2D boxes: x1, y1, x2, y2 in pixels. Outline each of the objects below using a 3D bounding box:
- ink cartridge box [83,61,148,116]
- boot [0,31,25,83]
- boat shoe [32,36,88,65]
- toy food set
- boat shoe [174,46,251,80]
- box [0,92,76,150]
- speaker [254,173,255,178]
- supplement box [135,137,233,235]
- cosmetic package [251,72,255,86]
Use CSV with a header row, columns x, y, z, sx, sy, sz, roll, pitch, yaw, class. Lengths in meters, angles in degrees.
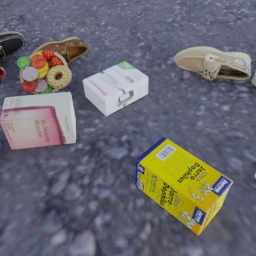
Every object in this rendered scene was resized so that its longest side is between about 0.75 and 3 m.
x,y,z,sx,sy,sz,roll,pitch,yaw,class
-0.422,-1.403,9.662,1.843,0.774,1.341,-30,53,-24,ink cartridge box
-5.109,-2.600,10.744,2.865,1.048,2.157,-25,49,-19,boot
-2.715,-2.950,11.196,0.876,0.934,2.594,32,50,31,boat shoe
-3.050,-2.001,10.085,1.798,0.442,1.816,-26,78,-6,toy food set
3.151,-2.319,10.444,2.828,1.020,0.919,7,63,2,boat shoe
-2.537,-0.209,8.182,1.901,1.215,1.036,-6,45,-6,box
3.832,1.543,6.839,0.599,0.599,1.476,-18,46,-18,speaker
1.237,1.321,6.703,1.993,1.085,1.091,34,53,30,supplement box
5.555,-1.994,10.184,1.795,0.944,0.638,-14,50,-14,cosmetic package
